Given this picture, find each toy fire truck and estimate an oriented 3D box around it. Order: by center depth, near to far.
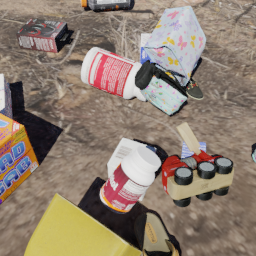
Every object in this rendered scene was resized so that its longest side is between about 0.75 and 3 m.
[{"bbox_3d":[1.880,1.008,8.769,2.006,1.466,2.279,-12,30,-15],"label":"toy fire truck"}]

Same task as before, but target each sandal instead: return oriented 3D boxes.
[{"bbox_3d":[0.887,3.224,7.043,1.052,0.708,2.620,-17,50,-15],"label":"sandal"}]

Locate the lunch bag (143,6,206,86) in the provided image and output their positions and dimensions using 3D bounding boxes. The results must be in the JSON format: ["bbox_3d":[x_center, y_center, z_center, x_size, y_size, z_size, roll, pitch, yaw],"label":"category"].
[{"bbox_3d":[1.912,-3.007,10.697,1.482,2.332,1.977,12,68,45],"label":"lunch bag"}]

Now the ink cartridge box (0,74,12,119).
[{"bbox_3d":[-5.476,-1.024,10.716,1.744,1.010,2.994,-14,49,-12],"label":"ink cartridge box"}]

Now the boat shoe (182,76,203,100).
[{"bbox_3d":[2.668,-1.741,11.765,0.529,0.453,1.447,-19,52,-16],"label":"boat shoe"}]

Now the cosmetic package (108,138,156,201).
[{"bbox_3d":[0.127,1.238,8.424,1.115,1.340,1.122,17,50,15],"label":"cosmetic package"}]

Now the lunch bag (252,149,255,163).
[{"bbox_3d":[5.056,1.148,8.958,1.423,0.684,1.774,-16,50,-17],"label":"lunch bag"}]

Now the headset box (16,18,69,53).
[{"bbox_3d":[-4.147,-4.681,14.151,2.270,0.852,1.687,10,48,9],"label":"headset box"}]

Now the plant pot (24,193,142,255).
[{"bbox_3d":[-1.174,3.098,6.397,2.023,2.037,2.083,27,72,23],"label":"plant pot"}]

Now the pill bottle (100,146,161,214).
[{"bbox_3d":[0.069,1.291,7.048,0.938,1.661,0.938,29,24,-14],"label":"pill bottle"}]

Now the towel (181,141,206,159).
[{"bbox_3d":[2.252,0.885,9.572,0.812,0.134,1.121,9,48,9],"label":"towel"}]

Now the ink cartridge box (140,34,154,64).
[{"bbox_3d":[1.134,-3.783,13.574,1.072,0.504,2.281,2,48,3],"label":"ink cartridge box"}]

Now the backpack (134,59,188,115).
[{"bbox_3d":[1.160,-1.383,9.886,1.908,1.208,1.592,34,23,-18],"label":"backpack"}]

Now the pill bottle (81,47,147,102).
[{"bbox_3d":[-0.353,-2.082,11.240,2.745,1.541,1.541,22,51,9],"label":"pill bottle"}]

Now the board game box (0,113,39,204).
[{"bbox_3d":[-4.278,0.824,8.360,1.990,1.989,1.989,24,51,21],"label":"board game box"}]

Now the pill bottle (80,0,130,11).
[{"bbox_3d":[-1.388,-7.747,16.499,2.865,1.522,1.522,-6,48,-6],"label":"pill bottle"}]
